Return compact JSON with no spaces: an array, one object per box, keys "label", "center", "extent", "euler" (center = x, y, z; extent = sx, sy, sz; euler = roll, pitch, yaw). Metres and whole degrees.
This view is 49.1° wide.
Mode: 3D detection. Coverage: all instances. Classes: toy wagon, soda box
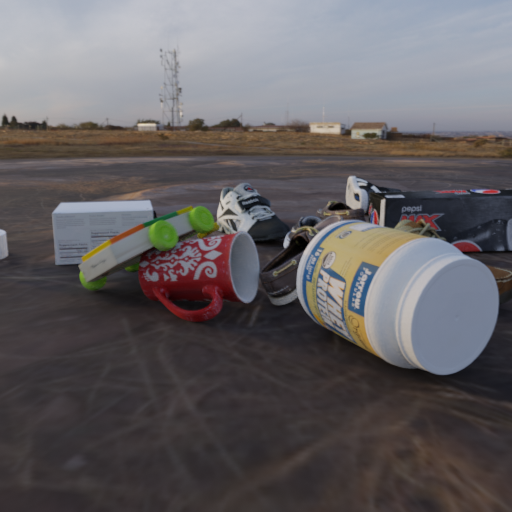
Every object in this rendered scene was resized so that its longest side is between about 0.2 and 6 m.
[{"label":"toy wagon","center":[-1.563,-0.230,8.875],"extent":[1.982,0.505,2.554],"euler":[-25,3,37]},{"label":"soda box","center":[4.162,-0.740,11.741],"extent":[3.463,1.225,1.097],"euler":[-2,13,-4]}]

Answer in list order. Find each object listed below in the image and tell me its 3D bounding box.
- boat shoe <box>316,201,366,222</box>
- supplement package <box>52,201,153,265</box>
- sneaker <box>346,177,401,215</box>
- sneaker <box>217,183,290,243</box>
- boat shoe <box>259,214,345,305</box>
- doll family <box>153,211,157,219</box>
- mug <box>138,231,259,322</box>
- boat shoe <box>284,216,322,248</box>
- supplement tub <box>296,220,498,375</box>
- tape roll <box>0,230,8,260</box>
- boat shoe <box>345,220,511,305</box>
[{"label":"boat shoe","center":[2.069,-0.971,13.858],"extent":[0.885,0.733,2.465],"euler":[-3,13,-12]},{"label":"supplement package","center":[-2.997,-0.508,11.205],"extent":[1.847,1.024,1.439],"euler":[-2,13,-12]},{"label":"sneaker","center":[3.665,-1.789,17.275],"extent":[1.481,0.967,2.647],"euler":[3,21,-2]},{"label":"sneaker","center":[-0.188,-1.035,13.071],"extent":[1.046,1.249,2.822],"euler":[-9,17,-30]},{"label":"boat shoe","center":[0.758,-0.084,8.497],"extent":[1.923,0.572,0.691],"euler":[-45,28,-28]},{"label":"doll family","center":[-3.059,-1.042,14.190],"extent":[1.156,0.785,2.001],"euler":[-8,12,-13]},{"label":"mug","center":[-0.896,0.247,7.917],"extent":[1.519,1.013,1.348],"euler":[-4,15,23]},{"label":"boat shoe","center":[1.063,-0.398,10.984],"extent":[0.841,0.795,2.344],"euler":[5,10,-4]},{"label":"supplement tub","center":[1.515,0.410,6.326],"extent":[1.421,1.421,1.964],"euler":[-7,14,-27]},{"label":"tape roll","center":[-5.663,-0.192,11.046],"extent":[1.398,0.489,1.398],"euler":[-1,13,0]},{"label":"boat shoe","center":[2.312,0.031,8.596],"extent":[3.093,1.142,1.170],"euler":[11,17,39]}]
